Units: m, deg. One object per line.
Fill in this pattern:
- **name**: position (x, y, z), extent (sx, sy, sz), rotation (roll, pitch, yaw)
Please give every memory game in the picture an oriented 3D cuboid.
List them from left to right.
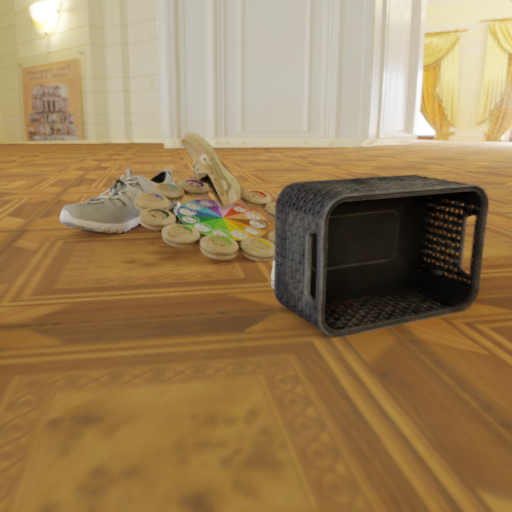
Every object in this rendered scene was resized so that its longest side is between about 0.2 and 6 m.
- **memory game**: position (-0.648, -0.824, 11.246), extent (3.531, 0.225, 3.531), rotation (9, 27, -5)

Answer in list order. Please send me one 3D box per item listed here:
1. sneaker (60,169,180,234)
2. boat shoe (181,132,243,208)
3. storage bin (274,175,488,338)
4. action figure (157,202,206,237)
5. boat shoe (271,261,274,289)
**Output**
- **sneaker**: position (-3.088, -1.314, 12.770), extent (1.215, 1.333, 3.251), rotation (9, 17, 32)
- **boat shoe**: position (-1.048, -1.837, 11.826), extent (0.598, 1.853, 0.660), rotation (-36, -13, -19)
- **storage bin**: position (1.637, -0.096, 7.440), extent (2.578, 1.743, 1.209), rotation (-7, 17, -24)
- **action figure**: position (-1.464, -0.791, 11.900), extent (1.605, 0.819, 0.954), rotation (15, 26, 36)
- **boat shoe**: position (0.691, 0.041, 9.009), extent (0.558, 0.550, 1.575), rotation (6, 20, 31)
